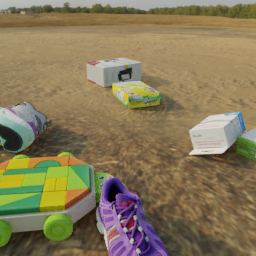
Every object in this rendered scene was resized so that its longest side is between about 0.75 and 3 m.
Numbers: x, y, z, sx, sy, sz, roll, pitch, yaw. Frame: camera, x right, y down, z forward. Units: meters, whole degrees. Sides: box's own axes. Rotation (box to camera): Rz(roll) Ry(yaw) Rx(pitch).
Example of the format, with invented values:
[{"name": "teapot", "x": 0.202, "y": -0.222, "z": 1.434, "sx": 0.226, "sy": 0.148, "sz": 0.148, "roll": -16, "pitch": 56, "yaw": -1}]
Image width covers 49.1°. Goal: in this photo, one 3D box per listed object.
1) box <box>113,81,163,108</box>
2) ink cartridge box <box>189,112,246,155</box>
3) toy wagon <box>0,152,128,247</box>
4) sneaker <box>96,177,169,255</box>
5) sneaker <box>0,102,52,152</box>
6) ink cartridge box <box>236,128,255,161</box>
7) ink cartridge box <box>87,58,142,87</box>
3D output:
[{"name": "box", "x": 0.340, "y": -1.327, "z": 11.063, "sx": 1.332, "sy": 0.549, "sz": 2.270, "roll": -8, "pitch": 23, "yaw": -18}, {"name": "ink cartridge box", "x": 2.342, "y": 0.118, "z": 7.464, "sx": 0.986, "sy": 0.568, "sz": 1.702, "roll": -8, "pitch": 14, "yaw": 42}, {"name": "toy wagon", "x": -1.443, "y": 1.173, "z": 5.487, "sx": 2.910, "sy": 0.576, "sz": 2.258, "roll": -3, "pitch": 25, "yaw": -7}, {"name": "sneaker", "x": -0.003, "y": 1.545, "z": 4.256, "sx": 0.895, "sy": 0.926, "sz": 2.221, "roll": -11, "pitch": 27, "yaw": -23}, {"name": "sneaker", "x": -3.577, "y": -0.253, "z": 8.208, "sx": 2.824, "sy": 1.098, "sz": 1.976, "roll": 18, "pitch": 27, "yaw": 15}, {"name": "ink cartridge box", "x": 3.574, "y": 0.404, "z": 7.238, "sx": 1.269, "sy": 0.481, "sz": 0.938, "roll": -20, "pitch": 32, "yaw": -35}, {"name": "ink cartridge box", "x": -0.673, "y": -2.798, "z": 13.798, "sx": 2.240, "sy": 0.928, "sz": 1.632, "roll": -17, "pitch": 30, "yaw": -33}]
